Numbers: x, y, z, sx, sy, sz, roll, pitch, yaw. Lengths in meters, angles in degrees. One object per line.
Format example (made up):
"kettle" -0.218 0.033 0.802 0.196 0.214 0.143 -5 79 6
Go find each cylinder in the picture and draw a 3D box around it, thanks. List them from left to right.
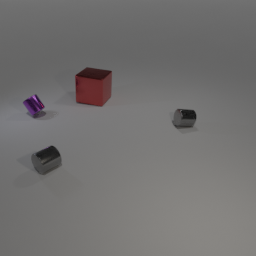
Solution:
"cylinder" -4.154 -1.016 12.383 0.700 0.700 0.700 -32 10 6
"cylinder" -2.629 1.011 9.037 0.700 0.700 0.700 23 36 36
"cylinder" 2.350 -0.429 11.575 0.700 0.700 0.700 2 27 -20

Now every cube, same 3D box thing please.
"cube" -1.678 -2.066 13.870 1.400 1.400 1.400 11 30 12
